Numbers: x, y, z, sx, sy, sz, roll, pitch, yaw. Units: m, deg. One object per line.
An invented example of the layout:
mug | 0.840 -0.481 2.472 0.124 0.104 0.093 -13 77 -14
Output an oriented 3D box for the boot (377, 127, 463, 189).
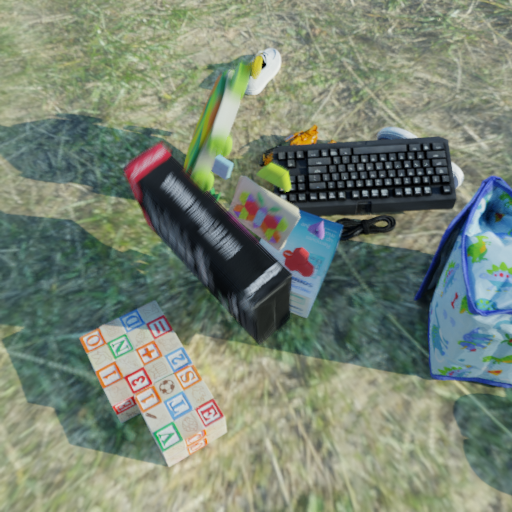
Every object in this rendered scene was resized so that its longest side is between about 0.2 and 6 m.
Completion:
boot | 3.448 -2.013 12.560 2.217 0.806 1.001 37 66 22

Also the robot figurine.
robot figurine | 0.938 -2.296 12.936 1.773 0.516 1.286 -35 65 -23

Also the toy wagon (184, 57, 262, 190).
toy wagon | -0.751 -2.914 11.702 0.606 3.062 2.376 18 49 -15

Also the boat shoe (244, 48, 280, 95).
boat shoe | 0.129 -5.087 14.950 0.682 0.649 1.896 24 57 17

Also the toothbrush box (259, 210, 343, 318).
toothbrush box | 0.719 0.068 10.990 1.387 0.808 1.894 21 58 12

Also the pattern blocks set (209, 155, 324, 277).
pattern blocks set | 0.115 -0.721 9.827 2.317 2.036 0.188 26 44 18

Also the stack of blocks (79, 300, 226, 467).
stack of blocks | -1.761 2.173 9.466 1.466 0.746 2.547 -27 58 -18

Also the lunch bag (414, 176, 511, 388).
lunch bag | 3.888 0.436 9.719 1.830 2.441 2.871 8 54 5

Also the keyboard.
keyboard | 2.262 -1.446 11.908 3.775 0.484 2.267 -3 76 5

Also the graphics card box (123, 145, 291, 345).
graphics card box | -0.769 -0.149 9.429 0.831 2.051 3.269 -38 68 -15
